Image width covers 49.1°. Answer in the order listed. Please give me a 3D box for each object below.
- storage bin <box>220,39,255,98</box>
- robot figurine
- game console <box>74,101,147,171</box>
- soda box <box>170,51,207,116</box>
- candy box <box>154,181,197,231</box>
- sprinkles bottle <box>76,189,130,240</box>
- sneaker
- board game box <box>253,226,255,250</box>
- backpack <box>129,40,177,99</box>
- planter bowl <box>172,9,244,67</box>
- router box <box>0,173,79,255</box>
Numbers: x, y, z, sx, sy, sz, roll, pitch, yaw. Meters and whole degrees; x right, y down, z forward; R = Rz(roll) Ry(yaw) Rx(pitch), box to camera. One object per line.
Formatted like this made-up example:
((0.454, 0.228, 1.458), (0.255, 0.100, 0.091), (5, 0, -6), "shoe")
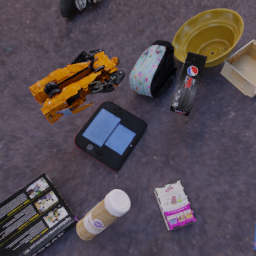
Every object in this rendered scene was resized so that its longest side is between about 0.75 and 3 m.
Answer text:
((4.618, -2.195, 10.446), (1.597, 0.749, 1.586), (-36, 69, -16), "storage bin")
((-1.263, -1.177, 7.395), (2.420, 0.705, 1.755), (-30, 55, -11), "robot figurine")
((-0.591, 0.193, 9.548), (1.832, 0.322, 2.071), (30, 69, 14), "game console")
((1.776, -1.293, 8.260), (0.627, 0.561, 1.771), (18, 82, 8), "soda box")
((1.407, 2.342, 8.478), (0.860, 0.385, 1.262), (-16, 66, -7), "candy box")
((-0.678, 2.298, 7.305), (0.627, 1.837, 0.627), (26, 38, -22), "sprinkles bottle")
((-1.758, -5.729, 11.938), (1.299, 1.087, 2.935), (25, 68, 14), "sneaker")
((4.967, 2.465, 8.291), (2.076, 0.614, 2.730), (14, 65, 6), "board game box")
((0.912, -2.006, 10.066), (1.208, 1.592, 1.908), (18, 67, 30), "backpack")
((3.050, -3.091, 10.474), (2.582, 1.075, 2.582), (-17, 54, 24), "planter bowl")
((-2.949, 2.763, 8.145), (2.418, 0.617, 1.803), (-35, 69, -15), "router box")
